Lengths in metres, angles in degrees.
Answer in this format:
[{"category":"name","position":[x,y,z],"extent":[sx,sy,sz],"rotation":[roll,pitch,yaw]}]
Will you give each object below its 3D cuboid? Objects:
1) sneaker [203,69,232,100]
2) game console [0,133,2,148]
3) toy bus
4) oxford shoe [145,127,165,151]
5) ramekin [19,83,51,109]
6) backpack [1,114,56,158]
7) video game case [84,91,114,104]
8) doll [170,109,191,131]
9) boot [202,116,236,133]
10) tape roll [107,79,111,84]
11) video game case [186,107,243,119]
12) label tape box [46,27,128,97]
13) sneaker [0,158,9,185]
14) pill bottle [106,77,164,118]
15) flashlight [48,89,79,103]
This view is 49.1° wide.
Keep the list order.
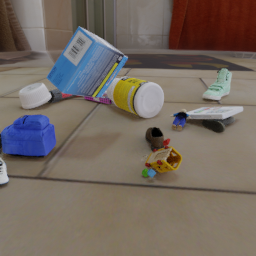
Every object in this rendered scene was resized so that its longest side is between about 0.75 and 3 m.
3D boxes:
[{"category":"sneaker","position":[5.083,-2.550,15.987],"extent":[1.006,1.612,2.733],"rotation":[17,27,35]},{"category":"game console","position":[-4.831,0.609,9.551],"extent":[1.445,0.841,1.271],"rotation":[2,-10,3]},{"category":"toy bus","position":[0.973,0.957,7.901],"extent":[0.611,1.115,1.182],"rotation":[42,16,-14]},{"category":"oxford shoe","position":[0.973,0.231,9.801],"extent":[0.594,0.690,1.634],"rotation":[-5,19,-8]},{"category":"ramekin","position":[-4.769,-1.686,14.208],"extent":[1.538,0.807,1.538],"rotation":[-14,29,8]},{"category":"backpack","position":[-3.240,0.224,9.028],"extent":[1.512,1.269,1.229],"rotation":[-2,12,5]},{"category":"video game case","position":[-1.183,-1.759,15.626],"extent":[1.904,0.341,1.726],"rotation":[15,23,35]},{"category":"doll","position":[2.134,-0.402,11.498],"extent":[0.850,0.302,1.246],"rotation":[10,42,24]},{"category":"boot","position":[3.870,-0.192,11.390],"extent":[1.333,0.484,1.212],"rotation":[-3,21,-29]},{"category":"tape roll","position":[-0.882,-2.674,17.200],"extent":[1.644,0.698,1.644],"rotation":[6,9,-1]},{"category":"video game case","position":[3.655,-0.671,12.170],"extent":[1.913,0.249,2.102],"rotation":[2,13,43]},{"category":"label tape box","position":[-1.213,-2.024,9.307],"extent":[0.860,1.865,2.603],"rotation":[41,16,13]},{"category":"sneaker","position":[-3.498,1.182,7.590],"extent":[0.427,0.430,1.187],"rotation":[-10,24,-28]},{"category":"pill bottle","position":[0.203,-1.571,13.349],"extent":[1.608,1.608,2.890],"rotation":[-14,24,-33]},{"category":"flashlight","position":[-3.331,-2.032,15.718],"extent":[0.844,0.841,2.484],"rotation":[10,21,35]}]
